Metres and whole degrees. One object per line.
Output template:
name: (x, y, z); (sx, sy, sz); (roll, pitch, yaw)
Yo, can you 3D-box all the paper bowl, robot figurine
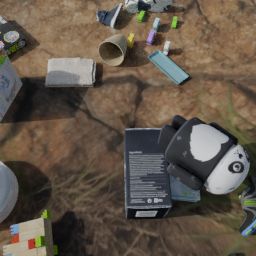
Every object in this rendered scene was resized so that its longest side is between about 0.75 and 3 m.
paper bowl: (-5.042, 2.089, 9.198); (2.477, 1.288, 2.477); (0, 64, -1)
robot figurine: (2.077, 0.688, 7.835); (2.541, 1.585, 1.909); (37, 96, 22)

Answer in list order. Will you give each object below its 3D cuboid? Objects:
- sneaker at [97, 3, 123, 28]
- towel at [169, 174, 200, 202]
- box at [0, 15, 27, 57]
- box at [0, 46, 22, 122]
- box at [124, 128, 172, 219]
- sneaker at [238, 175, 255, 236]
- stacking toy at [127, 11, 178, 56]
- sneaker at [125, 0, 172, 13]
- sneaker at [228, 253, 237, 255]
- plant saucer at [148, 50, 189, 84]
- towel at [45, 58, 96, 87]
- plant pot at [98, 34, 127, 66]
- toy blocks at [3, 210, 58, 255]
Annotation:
sneaker: (-0.918, -5.620, 13.599); (1.097, 0.577, 1.518); (20, 65, 7)
towel: (1.920, 2.009, 9.804); (1.206, 0.290, 1.032); (6, 60, 3)
box: (-6.047, -4.134, 12.867); (1.804, 0.498, 2.251); (-39, 69, -18)
box: (-5.297, -1.675, 10.554); (1.128, 2.332, 2.058); (15, 63, 7)
box: (0.549, 1.519, 9.141); (1.330, 1.887, 2.550); (-1, 63, -1)
sneaker: (4.082, 2.552, 9.353); (0.894, 0.765, 2.159); (13, 63, 30)
stacking toy: (1.190, -4.554, 13.054); (1.868, 0.582, 2.477); (15, 63, 8)
sneaker: (0.986, -6.566, 13.890); (2.291, 0.914, 1.491); (-6, 71, 8)
sneaker: (2.998, 4.355, 8.498); (1.213, 0.461, 0.551); (-32, 73, -14)
plant saucer: (1.740, -2.663, 12.293); (0.684, 0.186, 1.958); (-36, 69, -17)
towel: (-2.444, -2.377, 12.032); (2.133, 0.368, 1.413); (-1, 62, 0)
plant pot: (-0.526, -3.593, 12.333); (1.166, 1.166, 1.245); (18, 50, 9)
toy blocks: (-3.089, 3.759, 8.574); (1.484, 1.085, 2.171); (-15, 67, 6)
